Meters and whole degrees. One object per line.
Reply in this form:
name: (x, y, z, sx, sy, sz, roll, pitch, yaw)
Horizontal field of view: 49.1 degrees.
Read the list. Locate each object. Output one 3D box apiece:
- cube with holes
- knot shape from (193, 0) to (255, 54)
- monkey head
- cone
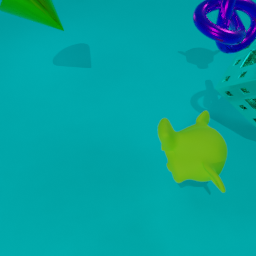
cube with holes: (2.991, -0.989, 5.679, 1.384, 1.384, 1.384, 38, 77, -15)
knot shape: (1.777, -1.845, 4.767, 0.660, 1.338, 1.429, 1, 65, 49)
monkey head: (1.054, 0.273, 4.543, 0.994, 1.187, 1.650, -15, 42, 19)
cone: (-2.174, -2.980, 7.102, 1.418, 1.413, 1.413, 41, 50, -20)
